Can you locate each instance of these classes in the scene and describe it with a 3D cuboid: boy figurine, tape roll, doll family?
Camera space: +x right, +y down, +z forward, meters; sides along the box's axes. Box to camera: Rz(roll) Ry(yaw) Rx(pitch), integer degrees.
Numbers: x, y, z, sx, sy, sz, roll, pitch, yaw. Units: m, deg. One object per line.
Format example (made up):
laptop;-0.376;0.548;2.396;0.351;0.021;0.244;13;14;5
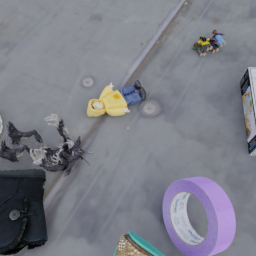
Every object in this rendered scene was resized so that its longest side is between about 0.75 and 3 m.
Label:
boy figurine;-0.433;-0.900;8.736;1.889;0.609;1.174;-20;68;-12
tape roll;1.587;2.054;6.547;0.580;1.769;1.769;-2;59;-33
doll family;2.876;-3.039;9.913;1.214;0.476;0.702;-16;60;-14

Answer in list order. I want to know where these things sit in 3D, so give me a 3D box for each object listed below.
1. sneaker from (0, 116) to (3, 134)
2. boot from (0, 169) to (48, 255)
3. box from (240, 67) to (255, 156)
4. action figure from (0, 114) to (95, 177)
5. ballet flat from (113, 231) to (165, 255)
sneaker;-4.189;0.182;7.996;0.832;0.918;2.161;-6;63;-3
boot;-3.216;2.109;7.019;2.368;0.904;1.990;-3;59;-9
box;4.381;-0.493;8.400;1.560;0.804;2.675;5;64;2
action figure;-2.214;0.495;7.674;2.505;1.278;1.489;7;53;5
ballet flat;0.866;3.376;6.091;2.983;1.052;0.974;36;84;-8
